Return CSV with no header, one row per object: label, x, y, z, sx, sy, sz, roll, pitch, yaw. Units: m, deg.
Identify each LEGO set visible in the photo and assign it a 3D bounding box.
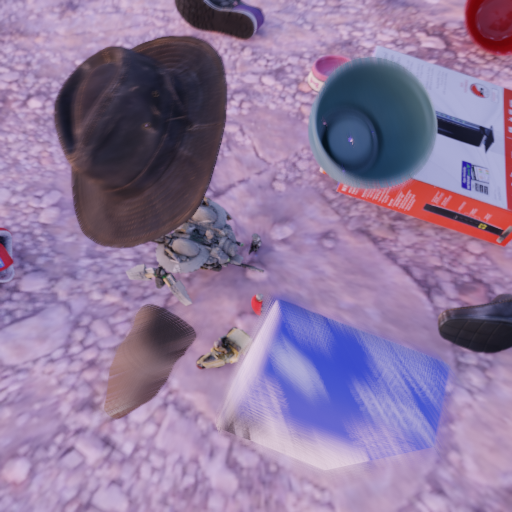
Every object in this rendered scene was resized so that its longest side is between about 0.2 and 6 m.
LEGO set,-0.763,0.073,9.082,2.279,0.994,3.509,-31,58,-23

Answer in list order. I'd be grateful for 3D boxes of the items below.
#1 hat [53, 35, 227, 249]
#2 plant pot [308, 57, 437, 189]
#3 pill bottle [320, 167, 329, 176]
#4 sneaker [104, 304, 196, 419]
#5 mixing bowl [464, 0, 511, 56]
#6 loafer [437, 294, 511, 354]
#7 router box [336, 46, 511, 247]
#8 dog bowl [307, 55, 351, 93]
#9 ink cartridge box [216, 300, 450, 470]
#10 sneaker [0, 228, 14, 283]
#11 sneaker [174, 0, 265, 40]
hat,-1.872,-1.787,7.514,3.252,1.312,3.252,-9,72,29
plant pot,1.541,-1.808,8.257,1.812,1.214,1.812,0,88,-11
pill bottle,1.785,-1.658,10.693,1.023,0.561,0.561,25,56,10
sneaker,-1.109,0.989,5.574,0.655,1.859,0.702,35,95,0
mixing bowl,5.901,-5.769,13.376,1.994,1.994,1.080,9,15,7
loafer,3.796,0.968,8.567,2.239,0.815,0.809,4,45,-9
router box,3.391,-2.173,10.533,3.185,0.867,3.548,18,53,-1
dog bowl,1.767,-4.142,12.772,1.161,0.428,1.161,0,52,0
ink cartridge box,0.409,1.196,4.527,1.198,2.549,0.564,21,65,1
sneaker,-4.855,0.427,8.849,1.467,0.929,2.608,6,50,9
sneaker,-0.913,-6.200,14.238,2.335,0.884,1.023,25,48,9
